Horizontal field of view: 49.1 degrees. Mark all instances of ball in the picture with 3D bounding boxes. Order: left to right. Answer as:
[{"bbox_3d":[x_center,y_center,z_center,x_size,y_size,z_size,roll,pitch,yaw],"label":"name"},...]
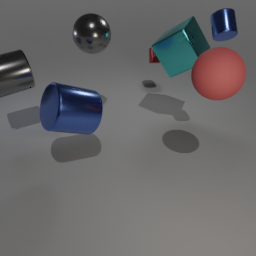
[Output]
[{"bbox_3d":[-1.306,-3.397,10.134,1.400,1.400,1.400,0,33,0],"label":"ball"},{"bbox_3d":[2.407,-1.438,7.491,1.400,1.400,1.400,0,33,0],"label":"ball"}]

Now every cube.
[{"bbox_3d":[1.970,-2.961,10.302,1.400,1.400,1.400,-19,25,40],"label":"cube"}]

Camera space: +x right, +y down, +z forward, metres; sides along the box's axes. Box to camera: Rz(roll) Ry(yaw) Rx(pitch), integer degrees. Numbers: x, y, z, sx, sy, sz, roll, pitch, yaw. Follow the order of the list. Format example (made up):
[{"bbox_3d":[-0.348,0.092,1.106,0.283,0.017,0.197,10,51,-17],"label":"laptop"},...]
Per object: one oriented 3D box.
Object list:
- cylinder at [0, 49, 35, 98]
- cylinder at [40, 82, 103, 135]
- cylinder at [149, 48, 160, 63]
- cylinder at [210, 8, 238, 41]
[{"bbox_3d":[-4.207,-1.908,9.876,1.400,1.400,1.400,-23,39,-22],"label":"cylinder"},{"bbox_3d":[-1.698,-0.548,8.346,1.400,1.400,1.400,6,23,-39],"label":"cylinder"},{"bbox_3d":[1.362,-3.488,13.510,0.700,0.700,0.700,-2,11,0],"label":"cylinder"},{"bbox_3d":[2.816,-3.016,8.229,0.700,0.700,0.700,-5,-7,-1],"label":"cylinder"}]
